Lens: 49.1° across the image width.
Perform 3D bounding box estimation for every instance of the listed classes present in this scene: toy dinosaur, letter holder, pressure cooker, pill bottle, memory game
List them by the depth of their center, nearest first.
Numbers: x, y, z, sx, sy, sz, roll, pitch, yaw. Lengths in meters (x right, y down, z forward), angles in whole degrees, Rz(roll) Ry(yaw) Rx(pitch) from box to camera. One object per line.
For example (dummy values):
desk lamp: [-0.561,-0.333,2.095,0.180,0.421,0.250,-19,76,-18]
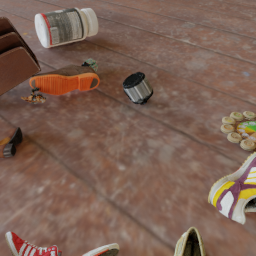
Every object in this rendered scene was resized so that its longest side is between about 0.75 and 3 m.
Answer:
memory game: [3.948,0.069,8.643,2.132,0.136,2.132,1,37,-1]
letter holder: [-4.674,-2.222,9.431,2.659,1.890,1.337,-32,44,-2]
toy dinosaur: [-3.282,-1.080,9.755,0.922,0.471,0.626,17,48,-4]
pressure cooker: [0.397,-1.322,9.786,0.895,1.018,0.909,-47,33,-18]
pill bottle: [-2.999,-5.029,13.862,2.759,1.571,1.571,-22,44,-26]

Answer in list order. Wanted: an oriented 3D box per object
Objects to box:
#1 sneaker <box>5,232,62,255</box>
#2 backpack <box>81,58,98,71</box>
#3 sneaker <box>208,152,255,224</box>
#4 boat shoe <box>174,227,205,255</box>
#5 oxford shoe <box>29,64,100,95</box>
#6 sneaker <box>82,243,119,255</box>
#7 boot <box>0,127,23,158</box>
sneaker: [-1.811,2.430,5.507,0.765,0.484,1.360,-31,56,-28]
backpack: [-1.559,-2.457,11.412,0.585,0.690,0.777,27,36,-3]
sneaker: [3.012,1.356,6.564,2.317,0.868,1.044,-31,43,-21]
boat shoe: [1.066,2.755,4.827,0.781,0.829,2.178,3,39,4]
oxford shoe: [-2.370,-1.852,10.396,2.495,0.889,0.909,-6,52,-24]
sneaker: [-0.794,2.765,5.170,1.671,0.644,0.684,-21,75,-34]
boot: [-3.803,0.452,8.152,1.262,0.432,1.188,-5,46,5]
